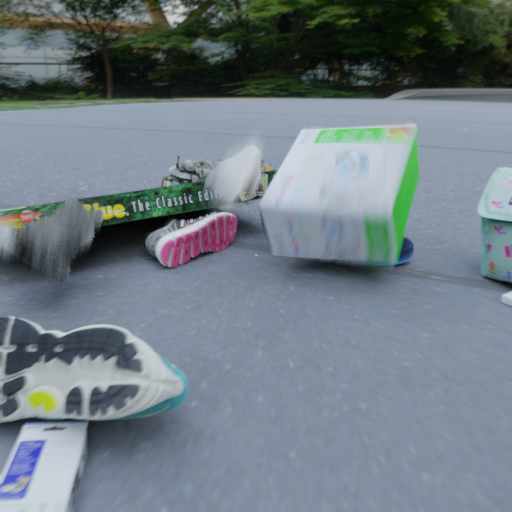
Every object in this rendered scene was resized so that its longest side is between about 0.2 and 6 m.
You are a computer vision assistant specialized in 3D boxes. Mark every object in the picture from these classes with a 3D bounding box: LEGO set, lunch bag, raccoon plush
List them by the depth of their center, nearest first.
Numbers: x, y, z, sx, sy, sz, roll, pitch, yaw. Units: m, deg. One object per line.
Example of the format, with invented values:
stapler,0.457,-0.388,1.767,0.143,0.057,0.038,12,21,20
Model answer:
raccoon plush,-2.908,-0.394,8.185,0.924,1.280,1.911,32,-13,-2
lunch bag,4.461,-0.506,8.948,1.145,1.878,1.600,-10,12,-21
LEGO set,-1.108,-2.350,15.122,2.575,1.124,3.965,14,30,13

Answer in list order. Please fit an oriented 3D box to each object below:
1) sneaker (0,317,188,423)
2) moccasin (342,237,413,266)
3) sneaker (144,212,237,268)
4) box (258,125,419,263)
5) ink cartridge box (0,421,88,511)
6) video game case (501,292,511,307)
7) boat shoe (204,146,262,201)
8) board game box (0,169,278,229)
sneaker,-2.025,1.318,5.926,2.836,1.099,1.130,1,-19,28
moccasin,1.770,-0.351,10.408,2.250,0.767,0.905,7,29,18
sneaker,-1.270,-0.436,10.728,0.931,0.785,2.128,22,33,35
box,1.551,-1.136,9.852,2.206,1.209,2.501,5,44,25
ink cartridge box,-1.893,1.954,4.947,0.640,0.252,1.287,-1,21,-5
video game case,4.686,0.701,8.470,1.385,0.164,1.261,-12,21,-30
boat shoe,-0.206,-1.226,8.582,0.591,0.600,1.692,47,24,-3
board game box,-2.622,-0.964,11.347,5.722,0.671,2.998,-14,5,-33
